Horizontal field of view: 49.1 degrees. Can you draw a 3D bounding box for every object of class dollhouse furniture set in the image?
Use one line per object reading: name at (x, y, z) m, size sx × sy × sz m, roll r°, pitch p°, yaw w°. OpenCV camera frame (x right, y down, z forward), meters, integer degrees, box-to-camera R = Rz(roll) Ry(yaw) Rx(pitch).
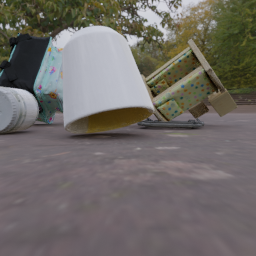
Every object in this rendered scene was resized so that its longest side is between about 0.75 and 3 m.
dollhouse furniture set at (1.420, -0.422, 7.999) m, size 2.867 × 1.594 × 2.536 m, roll -34°, pitch -49°, yaw 20°

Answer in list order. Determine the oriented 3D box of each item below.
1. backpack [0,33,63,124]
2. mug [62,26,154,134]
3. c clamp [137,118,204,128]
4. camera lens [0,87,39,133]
backpack at (-2.722, -1.362, 8.816) m, size 1.949 × 2.235 × 2.543 m, roll 8°, pitch -28°, yaw -8°
mug at (-0.508, -0.827, 5.208) m, size 1.579 × 1.619 × 1.972 m, roll -11°, pitch -11°, yaw -11°
c clamp at (1.166, -0.102, 7.464) m, size 1.884 × 0.255 × 1.610 m, roll 2°, pitch 7°, yaw -2°
camera lens at (-2.414, -0.360, 5.662) m, size 0.900 × 0.900 × 1.125 m, roll 0°, pitch 4°, yaw 6°
